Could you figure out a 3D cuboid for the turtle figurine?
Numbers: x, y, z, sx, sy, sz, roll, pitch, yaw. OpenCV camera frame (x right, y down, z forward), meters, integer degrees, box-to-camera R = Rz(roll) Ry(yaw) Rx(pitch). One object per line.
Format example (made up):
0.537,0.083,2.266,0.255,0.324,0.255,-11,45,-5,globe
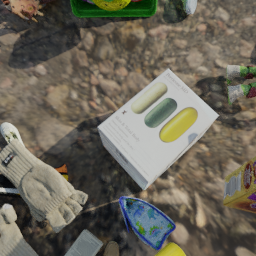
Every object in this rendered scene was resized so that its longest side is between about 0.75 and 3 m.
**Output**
4.256,-1.252,8.370,2.424,2.500,1.799,-4,94,19,turtle figurine

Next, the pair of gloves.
-2.736,2.107,7.084,2.534,0.522,2.980,37,97,7,pair of gloves

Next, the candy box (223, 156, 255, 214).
2.887,0.945,4.846,1.473,2.526,0.713,14,60,-1,candy box

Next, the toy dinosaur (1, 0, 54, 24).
-3.024,-4.568,9.382,2.945,1.264,1.996,-36,83,-25,toy dinosaur

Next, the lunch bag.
0.345,2.272,7.017,1.453,1.235,0.926,40,75,12,lunch bag

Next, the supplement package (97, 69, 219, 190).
0.723,0.109,7.441,2.370,1.785,1.799,-41,76,-12,supplement package

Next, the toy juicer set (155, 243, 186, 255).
0.623,2.904,4.544,0.642,2.360,1.501,-17,60,-32,toy juicer set

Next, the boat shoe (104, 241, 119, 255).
-0.464,3.466,7.074,0.401,0.363,1.125,9,72,3,boat shoe

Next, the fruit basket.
-0.459,-4.303,8.659,3.079,2.221,3.079,0,57,0,fruit basket

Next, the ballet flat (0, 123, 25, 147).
-3.352,0.291,8.112,0.441,0.441,1.271,-34,74,-11,ballet flat

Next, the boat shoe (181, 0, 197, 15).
2.096,-4.644,9.743,0.541,0.627,1.743,1,65,26,boat shoe

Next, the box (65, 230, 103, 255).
-1.268,3.302,7.047,0.631,0.516,1.328,36,75,11,box

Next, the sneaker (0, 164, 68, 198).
-2.780,1.330,7.599,2.323,0.812,1.045,6,69,-4,sneaker
